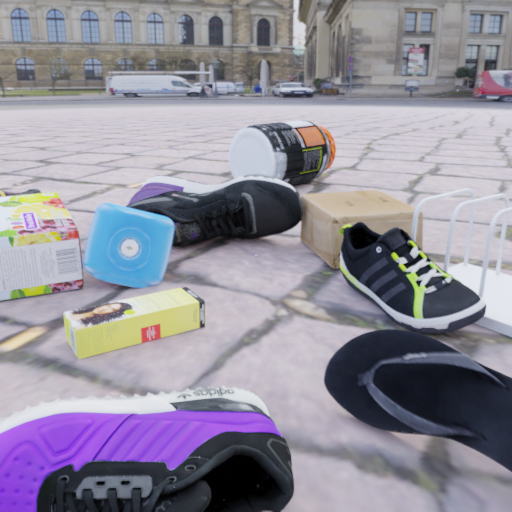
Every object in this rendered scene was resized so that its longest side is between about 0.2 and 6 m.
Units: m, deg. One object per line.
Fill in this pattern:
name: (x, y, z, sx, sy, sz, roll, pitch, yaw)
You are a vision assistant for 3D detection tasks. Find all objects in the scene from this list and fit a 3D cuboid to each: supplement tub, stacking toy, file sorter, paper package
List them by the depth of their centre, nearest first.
file sorter: (3.316, 0.029, 7.236, 1.586, 1.423, 2.286, -14, 23, -37)
stacking toy: (-2.072, -0.231, 8.876, 1.181, 1.117, 2.035, 13, 4, -18)
paper package: (1.746, -0.499, 9.610, 1.661, 0.901, 1.742, -5, 18, -14)
supplement tub: (0.776, -2.688, 14.849, 1.715, 1.715, 2.800, 16, 24, 40)

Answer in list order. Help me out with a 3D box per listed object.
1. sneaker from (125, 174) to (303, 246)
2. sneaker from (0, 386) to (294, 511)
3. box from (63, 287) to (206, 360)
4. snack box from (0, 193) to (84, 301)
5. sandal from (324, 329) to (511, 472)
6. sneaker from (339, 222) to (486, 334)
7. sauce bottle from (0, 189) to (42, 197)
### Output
sneaker: (-0.845, -0.599, 9.963, 3.307, 1.252, 1.448, 2, 33, 20)
sneaker: (-0.826, 1.525, 3.671, 2.393, 0.832, 1.190, -7, 20, -20)
box: (-1.414, 0.762, 6.652, 1.565, 0.392, 0.589, -11, 22, -31)
snack box: (-4.295, -0.129, 8.339, 2.978, 1.008, 2.512, -10, 22, -24)
sandal: (1.541, 1.121, 4.494, 2.341, 0.890, 0.501, 11, -15, 42)
sneaker: (1.809, 0.168, 7.208, 0.861, 0.994, 2.401, -25, 29, -24)
sauce bottle: (-5.278, -0.907, 11.090, 0.771, 0.771, 2.335, 9, 21, 26)
